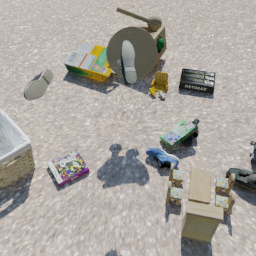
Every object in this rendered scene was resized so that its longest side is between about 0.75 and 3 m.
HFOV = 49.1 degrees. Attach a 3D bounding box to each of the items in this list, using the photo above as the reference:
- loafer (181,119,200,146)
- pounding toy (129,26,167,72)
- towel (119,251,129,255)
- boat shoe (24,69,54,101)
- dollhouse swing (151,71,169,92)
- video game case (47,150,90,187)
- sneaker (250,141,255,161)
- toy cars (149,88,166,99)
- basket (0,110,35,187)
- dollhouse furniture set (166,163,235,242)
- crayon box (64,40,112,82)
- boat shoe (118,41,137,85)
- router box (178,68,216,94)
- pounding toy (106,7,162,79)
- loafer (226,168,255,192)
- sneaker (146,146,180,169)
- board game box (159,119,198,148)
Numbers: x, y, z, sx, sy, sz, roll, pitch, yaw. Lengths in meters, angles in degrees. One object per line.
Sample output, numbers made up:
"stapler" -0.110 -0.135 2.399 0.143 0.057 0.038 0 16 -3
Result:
"loafer" 2.576 0.192 11.179 0.501 0.484 1.426 28 55 16
"pounding toy" 0.928 -3.961 14.590 2.603 1.850 2.396 10 45 24
"towel" -0.137 4.033 7.572 0.787 0.205 1.187 -19 48 -19
"boat shoe" -2.387 -1.091 7.330 0.390 0.452 1.244 -13 36 30
"dollhouse swing" 1.550 -2.214 13.375 0.767 0.674 0.697 12 47 10
"video game case" -2.154 1.419 10.129 1.198 0.214 1.085 -24 50 -22
"sneaker" 5.137 1.184 9.984 1.220 0.809 2.145 -1 40 0
"toy cars" 1.371 -1.593 13.108 0.900 0.199 0.403 20 57 14
"basket" -4.527 0.710 9.972 1.573 1.432 2.321 -33 55 -29
"dollhouse furniture set" 2.247 2.056 8.631 2.060 1.459 2.242 10 46 9
"crayon box" -1.693 -3.344 14.150 2.598 0.670 1.633 20 69 19
"boat shoe" -0.023 -1.839 7.968 0.466 0.385 1.244 -9 87 -32
"router box" 3.372 -2.320 13.644 1.658 0.423 1.237 11 47 10
"pounding toy" 0.198 -3.030 10.398 1.835 2.377 1.103 12 14 -3
"loafer" 4.417 1.817 9.408 2.156 0.678 0.775 26 51 23
"sneaker" 1.205 1.121 10.225 1.282 0.503 0.571 23 47 21
"board game box" 1.978 0.191 10.930 1.290 0.188 0.868 -35 32 -10
